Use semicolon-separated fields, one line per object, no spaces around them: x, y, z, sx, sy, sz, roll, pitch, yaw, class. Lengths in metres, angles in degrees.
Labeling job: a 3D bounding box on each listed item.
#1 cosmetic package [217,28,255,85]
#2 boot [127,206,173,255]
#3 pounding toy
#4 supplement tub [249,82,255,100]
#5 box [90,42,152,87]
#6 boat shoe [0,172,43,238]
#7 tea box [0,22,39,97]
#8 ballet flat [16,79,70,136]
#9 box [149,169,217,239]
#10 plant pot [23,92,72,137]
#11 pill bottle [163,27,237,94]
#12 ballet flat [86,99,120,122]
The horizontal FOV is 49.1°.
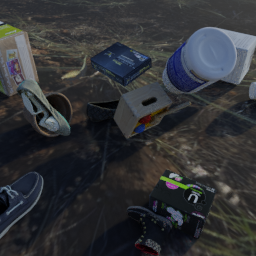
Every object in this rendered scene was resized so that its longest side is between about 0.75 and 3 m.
4.442;-3.295;12.703;2.050;1.689;1.691;22;45;26;cosmetic package
0.392;2.455;6.760;1.197;0.438;0.901;20;43;14;boot
0.742;-0.563;9.246;1.824;1.679;1.297;-24;70;-25;pounding toy
5.521;-1.471;11.203;1.101;0.795;0.795;3;40;2;supplement tub
-0.245;-2.218;9.549;1.336;0.432;1.695;-39;55;-23;box
-3.041;1.892;7.164;0.867;0.748;2.386;16;42;19;boat shoe
-5.237;-2.942;11.771;2.288;2.326;1.554;30;48;30;tea box
-2.065;-0.356;6.782;0.583;1.731;0.551;-15;30;31;ballet flat
1.351;1.884;7.089;1.394;0.867;1.035;20;44;21;box
-2.936;-0.521;9.754;1.324;1.518;1.518;10;37;40;plant pot
2.208;-2.071;9.515;1.631;2.725;1.631;2;83;-14;pill bottle
-0.335;-0.855;10.517;2.520;0.716;0.837;-18;43;-21;ballet flat
